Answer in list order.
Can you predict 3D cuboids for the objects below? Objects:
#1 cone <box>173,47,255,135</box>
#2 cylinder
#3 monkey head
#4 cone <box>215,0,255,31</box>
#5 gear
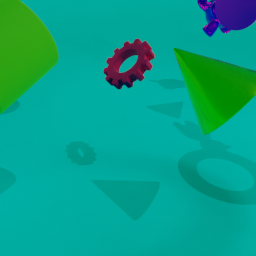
[{"bbox_3d":[1.107,-0.756,4.122,1.230,1.225,1.225,45,39,2],"label":"cone"},{"bbox_3d":[-1.814,-1.014,3.942,1.189,1.189,1.189,22,61,34],"label":"cylinder"},{"bbox_3d":[3.009,-3.774,9.696,1.744,1.255,1.051,38,12,-20],"label":"monkey head"},{"bbox_3d":[3.139,-3.242,7.328,1.223,1.223,1.227,25,35,37],"label":"cone"},{"bbox_3d":[0.004,-1.254,5.472,1.057,0.195,1.057,-19,53,27],"label":"gear"}]
